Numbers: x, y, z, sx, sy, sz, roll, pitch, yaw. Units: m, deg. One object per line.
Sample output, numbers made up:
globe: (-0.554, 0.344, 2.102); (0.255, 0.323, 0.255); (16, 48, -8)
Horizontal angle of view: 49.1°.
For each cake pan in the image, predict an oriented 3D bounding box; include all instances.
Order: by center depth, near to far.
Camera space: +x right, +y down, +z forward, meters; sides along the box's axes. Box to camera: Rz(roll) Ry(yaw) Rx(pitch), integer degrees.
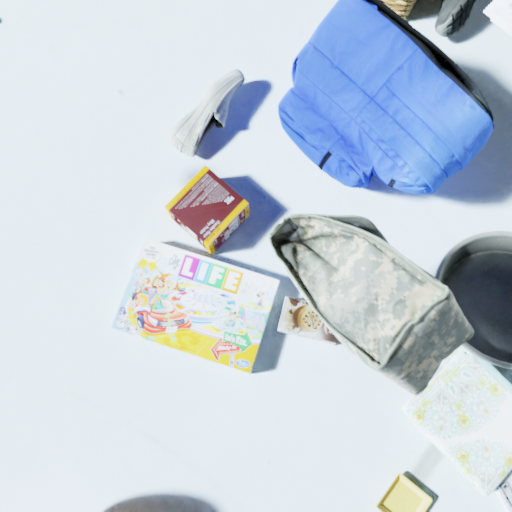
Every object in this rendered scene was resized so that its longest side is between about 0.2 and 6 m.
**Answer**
cake pan: (4.513, 0.809, 10.009); (2.692, 0.494, 2.692); (-2, 61, 4)

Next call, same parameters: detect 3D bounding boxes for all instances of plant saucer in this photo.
plant saucer: (2.537, 4.257, 9.673); (0.721, 0.175, 0.720); (38, 80, 8)

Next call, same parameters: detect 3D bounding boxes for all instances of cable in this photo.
cable: (3.470, -2.995, 7.241); (1.054, 0.365, 1.054); (10, 40, -32)

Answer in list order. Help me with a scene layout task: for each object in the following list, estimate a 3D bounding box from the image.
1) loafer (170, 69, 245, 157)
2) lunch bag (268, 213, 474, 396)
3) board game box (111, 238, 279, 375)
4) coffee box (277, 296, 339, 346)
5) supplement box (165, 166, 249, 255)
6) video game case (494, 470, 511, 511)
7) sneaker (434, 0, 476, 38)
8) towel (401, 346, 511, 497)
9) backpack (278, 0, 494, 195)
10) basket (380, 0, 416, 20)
loafer: (-0.856, -2.819, 11.117); (0.702, 0.703, 2.012); (40, 88, 5)
lunch bag: (1.400, 0.449, 7.307); (1.412, 1.970, 2.402); (-49, 54, 1)
board game box: (-1.091, 0.915, 10.311); (2.648, 0.453, 1.780); (17, 77, 4)
coffee box: (1.005, 1.195, 10.254); (1.125, 0.449, 0.636); (13, 77, 3)
supplement box: (-0.901, -0.846, 10.585); (1.125, 0.747, 1.109); (41, 80, 9)
video game case: (5.034, 4.313, 9.661); (1.392, 0.169, 1.529); (-24, 77, -5)
sneaker: (4.216, -5.506, 11.761); (0.905, 0.861, 2.282); (28, 72, 21)
towel: (3.833, 2.829, 9.859); (1.747, 0.491, 2.041); (-43, 80, -8)
backpack: (2.290, -2.468, 10.074); (3.307, 2.687, 2.775); (40, 107, 7)
basket: (2.947, -6.850, 11.236); (2.163, 2.257, 3.030); (30, 79, 7)
